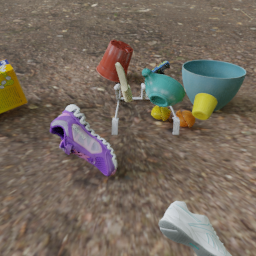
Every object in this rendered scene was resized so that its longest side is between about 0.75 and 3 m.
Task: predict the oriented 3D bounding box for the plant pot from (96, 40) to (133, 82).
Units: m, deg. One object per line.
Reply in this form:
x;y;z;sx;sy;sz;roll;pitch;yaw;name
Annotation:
-0.408;-2.472;10.189;1.192;1.159;1.192;18;34;-13;plant pot

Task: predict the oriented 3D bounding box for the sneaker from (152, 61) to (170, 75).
1.122;-2.037;10.140;0.930;0.385;0.330;-34;17;9;sneaker

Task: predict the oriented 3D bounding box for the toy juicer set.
0.867;-0.899;7.599;2.723;1.732;0.741;25;69;-2;toy juicer set

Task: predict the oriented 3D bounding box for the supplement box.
-4.225;-1.024;8.149;2.083;1.141;1.134;-26;38;-20;supplement box

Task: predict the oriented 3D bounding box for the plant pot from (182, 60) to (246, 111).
2.531;-1.243;8.609;1.835;1.236;1.835;1;28;-1;plant pot

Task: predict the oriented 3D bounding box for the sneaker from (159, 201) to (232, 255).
1.231;1.752;4.465;1.533;0.539;0.614;41;47;-1;sneaker

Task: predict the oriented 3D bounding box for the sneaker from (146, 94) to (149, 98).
0.999;-1.446;9.390;0.479;0.540;1.277;48;43;-4;sneaker

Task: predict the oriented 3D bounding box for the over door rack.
0.500;-0.753;8.283;1.831;0.826;2.479;0;33;1;over door rack

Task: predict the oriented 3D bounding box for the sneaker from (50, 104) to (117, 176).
-1.064;0.396;6.368;0.859;0.781;1.942;-33;76;-37;sneaker
